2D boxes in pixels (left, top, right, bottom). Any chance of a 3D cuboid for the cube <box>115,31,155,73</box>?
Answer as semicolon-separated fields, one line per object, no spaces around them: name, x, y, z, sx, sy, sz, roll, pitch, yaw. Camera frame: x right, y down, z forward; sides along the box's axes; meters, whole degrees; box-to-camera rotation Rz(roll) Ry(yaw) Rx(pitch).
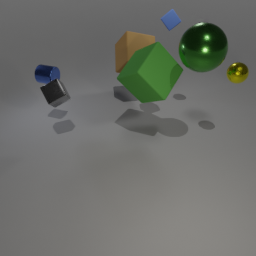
cube;0.313;-3.295;12.579;1.400;1.400;1.400;2;-10;-23

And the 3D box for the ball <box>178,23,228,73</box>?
ball;2.182;-2.328;8.163;1.400;1.400;1.400;0;32;0

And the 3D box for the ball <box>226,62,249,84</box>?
ball;3.631;-1.825;9.287;0.700;0.700;0.700;0;32;0

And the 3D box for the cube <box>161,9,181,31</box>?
cube;2.039;-5.160;13.377;0.700;0.700;0.700;-35;15;17

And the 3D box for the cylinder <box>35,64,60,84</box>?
cylinder;-3.063;-2.027;10.677;0.700;0.700;0.700;11;33;16

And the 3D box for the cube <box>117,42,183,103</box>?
cube;0.758;-1.870;9.751;1.400;1.400;1.400;0;53;58

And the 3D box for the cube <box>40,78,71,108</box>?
cube;-2.579;-1.240;10.024;0.700;0.700;0.700;-29;-7;1
